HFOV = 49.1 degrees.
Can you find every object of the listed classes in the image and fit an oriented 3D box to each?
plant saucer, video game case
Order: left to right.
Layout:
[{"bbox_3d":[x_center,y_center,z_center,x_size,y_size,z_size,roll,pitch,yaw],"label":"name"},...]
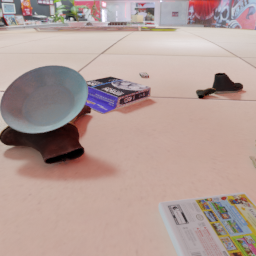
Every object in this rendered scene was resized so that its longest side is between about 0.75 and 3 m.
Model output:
[{"bbox_3d":[-2.431,-0.799,8.373,2.611,0.503,2.611,-3,55,4],"label":"plant saucer"},{"bbox_3d":[1.823,2.032,5.145,2.009,0.253,2.208,-4,24,-9],"label":"video game case"}]

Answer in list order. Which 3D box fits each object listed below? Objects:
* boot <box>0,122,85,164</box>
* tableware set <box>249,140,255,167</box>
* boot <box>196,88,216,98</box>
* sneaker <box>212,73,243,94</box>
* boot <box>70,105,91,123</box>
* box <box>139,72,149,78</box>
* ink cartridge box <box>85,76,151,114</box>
[{"bbox_3d":[-2.503,0.388,8.010,2.286,0.827,1.901,-11,30,-16],"label":"boot"},{"bbox_3d":[4.309,0.837,7.756,1.805,0.209,1.508,8,26,18],"label":"tableware set"},{"bbox_3d":[3.602,-1.555,12.853,0.892,0.346,0.617,-9,28,13],"label":"boot"},{"bbox_3d":[4.872,-2.204,13.451,1.760,0.935,0.658,-10,27,-21],"label":"sneaker"},{"bbox_3d":[-2.852,-0.525,10.327,2.506,0.907,2.084,3,10,17],"label":"boot"},{"bbox_3d":[0.935,-3.079,16.297,0.425,0.134,0.772,-4,25,-8],"label":"box"},{"bbox_3d":[-0.911,-1.604,12.585,2.786,0.605,2.760,-24,35,-39],"label":"ink cartridge box"}]
